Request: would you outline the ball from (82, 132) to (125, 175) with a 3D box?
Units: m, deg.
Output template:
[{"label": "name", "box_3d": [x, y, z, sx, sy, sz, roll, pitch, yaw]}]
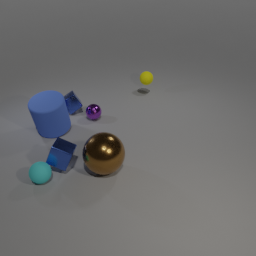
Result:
[{"label": "ball", "box_3d": [-0.792, 0.834, 9.206, 1.400, 1.400, 1.400, 0, 31, 0]}]

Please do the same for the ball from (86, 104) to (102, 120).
[{"label": "ball", "box_3d": [-1.520, -0.720, 12.401, 0.700, 0.700, 0.700, 0, 31, 0]}]

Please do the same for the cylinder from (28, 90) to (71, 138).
[{"label": "cylinder", "box_3d": [-3.118, -0.548, 11.240, 1.400, 1.400, 1.400, -2, 45, 2]}]

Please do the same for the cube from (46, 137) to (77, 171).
[{"label": "cube", "box_3d": [-2.204, 0.860, 9.289, 0.700, 0.700, 0.700, 23, 25, -6]}]

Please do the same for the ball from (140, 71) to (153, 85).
[{"label": "ball", "box_3d": [0.951, -2.569, 14.454, 0.700, 0.700, 0.700, 0, 31, 0]}]

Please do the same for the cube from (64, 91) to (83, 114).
[{"label": "cube", "box_3d": [-2.609, -1.183, 12.929, 0.700, 0.700, 0.700, -35, 28, 1]}]

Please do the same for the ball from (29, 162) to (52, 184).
[{"label": "ball", "box_3d": [-2.789, 1.417, 8.895, 0.700, 0.700, 0.700, 0, 31, 0]}]
